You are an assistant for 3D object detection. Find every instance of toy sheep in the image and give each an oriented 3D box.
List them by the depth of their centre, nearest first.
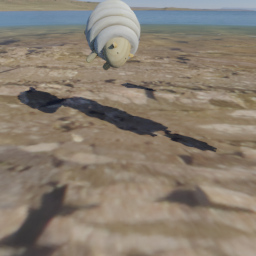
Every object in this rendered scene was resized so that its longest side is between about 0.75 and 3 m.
[{"bbox_3d":[-0.338,-2.007,5.855,1.259,1.259,1.826,-5,62,-12],"label":"toy sheep"}]
